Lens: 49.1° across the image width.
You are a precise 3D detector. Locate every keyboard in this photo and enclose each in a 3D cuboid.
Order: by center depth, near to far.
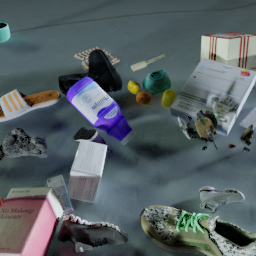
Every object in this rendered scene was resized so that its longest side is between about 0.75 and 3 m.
[{"bbox_3d":[4.834,-0.442,10.656,0.501,0.095,1.781,28,47,30],"label":"keyboard"}]

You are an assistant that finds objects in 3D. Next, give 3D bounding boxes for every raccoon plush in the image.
[{"bbox_3d":[-3.377,0.858,8.786,1.210,0.874,1.807,34,75,18],"label":"raccoon plush"}]

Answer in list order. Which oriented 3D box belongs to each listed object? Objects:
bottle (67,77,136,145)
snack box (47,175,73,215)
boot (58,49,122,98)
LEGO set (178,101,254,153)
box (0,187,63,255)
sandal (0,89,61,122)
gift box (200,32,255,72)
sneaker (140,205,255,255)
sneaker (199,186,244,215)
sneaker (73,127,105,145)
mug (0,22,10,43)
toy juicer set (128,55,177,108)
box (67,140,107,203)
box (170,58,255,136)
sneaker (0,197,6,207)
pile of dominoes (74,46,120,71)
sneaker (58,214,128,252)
[{"bbox_3d":[-0.830,-0.512,9.325,2.545,0.831,1.063,45,61,0],"label":"bottle"},{"bbox_3d":[-1.905,1.849,7.775,0.461,0.156,1.283,-15,41,-18],"label":"snack box"},{"bbox_3d":[-1.873,-2.352,12.117,2.399,1.090,2.855,-15,51,-23],"label":"boot"},{"bbox_3d":[2.826,0.105,9.325,2.535,0.718,1.646,33,80,1],"label":"LEGO set"},{"bbox_3d":[-2.367,2.311,6.350,1.128,0.962,1.765,-4,35,11],"label":"box"},{"bbox_3d":[-4.091,-1.171,10.957,2.917,0.836,1.117,-24,45,-27],"label":"sandal"},{"bbox_3d":[4.382,-2.979,12.183,2.008,2.032,2.176,-11,27,-16],"label":"gift box"},{"bbox_3d":[1.670,2.249,6.386,2.881,1.277,1.108,15,41,17],"label":"sneaker"},{"bbox_3d":[2.472,1.958,7.440,1.170,0.440,0.673,6,40,15],"label":"sneaker"},{"bbox_3d":[-1.287,0.406,9.256,0.562,0.649,1.483,-52,28,-17],"label":"sneaker"},{"bbox_3d":[-7.576,-5.462,16.212,1.420,0.878,1.167,-32,51,-33],"label":"mug"},{"bbox_3d":[0.902,-1.910,11.929,1.895,0.810,2.978,-8,50,-1],"label":"toy juicer set"},{"bbox_3d":[-1.118,1.186,7.691,0.779,1.192,1.186,13,39,-5],"label":"box"},{"bbox_3d":[3.252,-1.292,10.622,2.236,0.591,2.869,23,65,26],"label":"box"},{"bbox_3d":[-3.102,1.943,7.242,0.424,0.680,1.268,26,46,28],"label":"sneaker"},{"bbox_3d":[-1.571,-3.414,14.088,1.486,0.303,1.906,40,48,16],"label":"pile of dominoes"},{"bbox_3d":[-0.874,2.592,6.568,1.743,0.579,0.789,8,42,15],"label":"sneaker"}]
